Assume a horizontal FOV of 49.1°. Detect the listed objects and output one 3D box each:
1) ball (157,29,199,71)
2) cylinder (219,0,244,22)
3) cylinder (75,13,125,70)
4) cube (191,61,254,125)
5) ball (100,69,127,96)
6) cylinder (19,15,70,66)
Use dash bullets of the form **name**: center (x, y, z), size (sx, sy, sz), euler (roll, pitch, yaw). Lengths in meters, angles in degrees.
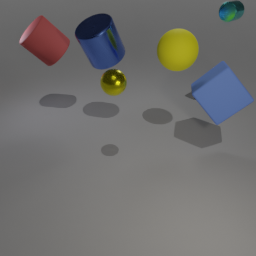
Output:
- **ball**: center (1.688, -2.651, 9.555), size (1.400, 1.400, 1.400), euler (0, 31, 0)
- **cylinder**: center (3.898, -4.396, 10.541), size (0.700, 0.700, 0.700), euler (26, 39, 36)
- **cylinder**: center (-0.968, -3.065, 9.986), size (1.400, 1.400, 1.400), euler (-12, 51, 15)
- **cube**: center (3.141, -1.221, 9.553), size (1.400, 1.400, 1.400), euler (-37, 11, 22)
- **ball**: center (-0.378, -1.191, 7.335), size (0.700, 0.700, 0.700), euler (0, 31, 0)
- **cylinder**: center (-3.281, -3.427, 11.086), size (1.400, 1.400, 1.400), euler (-29, 42, 29)
